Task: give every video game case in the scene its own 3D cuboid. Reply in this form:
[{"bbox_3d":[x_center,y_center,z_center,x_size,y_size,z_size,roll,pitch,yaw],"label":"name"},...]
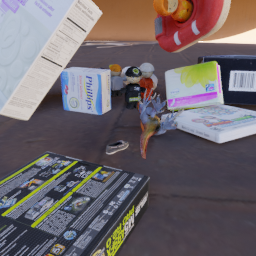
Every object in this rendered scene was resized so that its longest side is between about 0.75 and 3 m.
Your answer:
[{"bbox_3d":[2.864,-0.245,8.736,2.738,0.324,2.493,-12,19,-28],"label":"video game case"}]

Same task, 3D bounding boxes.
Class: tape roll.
[{"bbox_3d":[0.487,-2.211,12.695,1.728,0.316,1.728,17,-14,4],"label":"tape roll"}]

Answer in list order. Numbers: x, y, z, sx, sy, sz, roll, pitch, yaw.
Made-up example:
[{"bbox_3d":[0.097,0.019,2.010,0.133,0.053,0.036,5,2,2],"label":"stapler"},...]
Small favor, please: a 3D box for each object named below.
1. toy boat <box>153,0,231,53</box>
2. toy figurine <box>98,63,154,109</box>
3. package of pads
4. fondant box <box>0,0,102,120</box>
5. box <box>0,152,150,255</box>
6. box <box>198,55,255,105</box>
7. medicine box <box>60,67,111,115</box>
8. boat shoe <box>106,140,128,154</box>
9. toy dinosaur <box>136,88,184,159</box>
[{"bbox_3d":[1.380,-3.141,7.383,1.613,1.611,2.468,6,-14,-35],"label":"toy boat"},{"bbox_3d":[-0.154,-1.847,11.391,2.232,1.578,2.268,10,24,24],"label":"toy figurine"},{"bbox_3d":[2.262,-1.454,9.791,1.913,1.478,0.652,-7,-9,29],"label":"package of pads"},{"bbox_3d":[-1.584,-1.395,4.397,1.498,2.077,0.605,44,12,27],"label":"fondant box"},{"bbox_3d":[-1.262,1.416,4.242,2.354,0.650,2.938,9,23,23],"label":"box"},{"bbox_3d":[4.246,-2.001,11.204,2.872,1.770,2.848,4,14,9],"label":"box"},{"bbox_3d":[-1.517,-1.390,10.305,1.657,1.509,0.853,9,23,21],"label":"medicine box"},{"bbox_3d":[-0.263,0.450,7.319,0.270,0.230,0.807,17,27,37],"label":"boat shoe"},{"bbox_3d":[0.510,-0.279,8.124,2.448,1.286,2.222,-42,6,-21],"label":"toy dinosaur"}]
